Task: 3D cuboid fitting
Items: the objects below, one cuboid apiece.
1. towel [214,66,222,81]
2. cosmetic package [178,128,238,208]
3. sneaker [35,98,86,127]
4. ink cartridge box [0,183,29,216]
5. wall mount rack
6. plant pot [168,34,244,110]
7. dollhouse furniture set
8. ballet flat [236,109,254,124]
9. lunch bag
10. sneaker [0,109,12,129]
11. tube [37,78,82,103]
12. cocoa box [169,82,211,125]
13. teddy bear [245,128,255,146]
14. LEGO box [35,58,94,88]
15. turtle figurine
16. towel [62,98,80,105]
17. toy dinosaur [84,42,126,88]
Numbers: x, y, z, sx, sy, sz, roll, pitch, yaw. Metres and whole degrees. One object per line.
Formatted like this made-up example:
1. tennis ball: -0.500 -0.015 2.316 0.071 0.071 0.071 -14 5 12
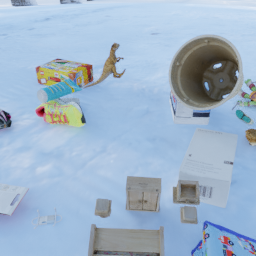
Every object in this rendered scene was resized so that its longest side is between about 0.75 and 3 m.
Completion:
1. towel: 4.905 -3.273 16.642 2.004 0.360 2.082 -11 32 -17
2. cosmetic package: 2.521 1.098 8.684 1.450 1.042 2.569 10 33 19
3. sneaker: -2.815 -0.500 11.543 2.683 1.049 1.211 18 41 39
4. ink cartridge box: -3.819 2.028 7.697 1.959 0.493 1.067 6 31 8
5. wall mount rack: -2.130 2.393 7.267 0.792 0.295 0.688 -6 32 -8
6. plant pot: 2.948 -1.767 9.652 2.372 2.372 2.171 22 14 32
7. dollhouse furniture set: 0.443 2.780 6.497 2.502 1.433 2.934 2 55 4
8. ballet flat: 5.023 -0.447 12.065 0.321 0.347 1.029 18 27 -27
9. lunch bag: 2.624 3.155 5.377 2.536 1.193 1.909 13 30 4
10. sneaker: -5.402 -0.470 11.767 0.869 0.809 2.014 -5 37 -33
11. tube: -2.916 -1.630 12.015 0.853 0.555 2.204 45 34 5
12. cocoa box: 2.694 -1.332 12.304 1.502 1.478 2.252 1 31 2
13. teddy bear: 5.154 0.490 10.317 1.698 0.567 1.231 2 38 -12
14. LEGO box: -3.482 -3.001 15.574 2.526 0.975 1.881 15 34 23
15. turtle figurine: 5.624 -1.716 13.102 1.899 1.367 1.842 2 27 -4
16. towel: -2.684 -1.082 12.993 0.893 0.382 0.739 -2 32 -6
17. toy dinosaur: -0.853 -2.623 12.623 1.312 2.471 0.746 27 20 -10
